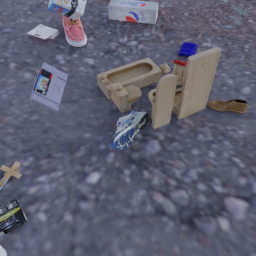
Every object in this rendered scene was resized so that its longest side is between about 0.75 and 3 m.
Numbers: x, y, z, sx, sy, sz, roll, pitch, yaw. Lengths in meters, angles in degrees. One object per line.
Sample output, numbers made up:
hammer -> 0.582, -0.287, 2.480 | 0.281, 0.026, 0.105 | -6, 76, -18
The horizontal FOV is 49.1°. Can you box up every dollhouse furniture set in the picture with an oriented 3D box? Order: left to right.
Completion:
dollhouse furniture set -> 0.727, -1.853, 8.894 | 2.700, 2.313, 2.839 | -22, 53, -18

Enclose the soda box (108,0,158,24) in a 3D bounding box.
soda box -> 0.244, -5.409, 12.950 | 2.240, 0.711, 0.765 | 9, 50, 7

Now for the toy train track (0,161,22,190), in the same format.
toy train track -> -3.299, 1.406, 7.573 | 0.636, 0.181, 1.110 | 25, 59, 11

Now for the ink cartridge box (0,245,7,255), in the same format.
ink cartridge box -> -2.943, 3.164, 5.905 | 0.866, 0.413, 0.986 | -25, 54, -19

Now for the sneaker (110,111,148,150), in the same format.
sneaker -> -0.080, 0.040, 8.504 | 0.719, 0.650, 1.688 | 21, 45, 29

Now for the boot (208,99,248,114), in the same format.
boot -> 3.295, -0.806, 9.234 | 1.238, 0.467, 0.456 | 8, 52, 8

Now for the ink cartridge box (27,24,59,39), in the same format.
ink cartridge box -> -3.682, -4.089, 12.149 | 1.021, 0.228, 0.900 | 23, 52, 19

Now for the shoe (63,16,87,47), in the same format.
shoe -> -2.386, -4.492, 11.947 | 0.830, 1.057, 2.324 | -16, 52, -13

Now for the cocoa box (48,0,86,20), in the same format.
cocoa box -> -1.873, -4.472, 9.042 | 1.001, 1.526, 1.018 | 13, 5, -27

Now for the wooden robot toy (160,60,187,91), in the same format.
wooden robot toy -> 2.051, -1.796, 9.771 | 0.969, 0.941, 2.136 | 1, 23, -35

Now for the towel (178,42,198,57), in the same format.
towel -> 2.464, -3.202, 11.414 | 0.636, 0.213, 0.861 | 16, 52, 12

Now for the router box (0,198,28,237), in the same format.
router box -> -2.981, 2.212, 6.839 | 0.829, 0.216, 0.652 | -26, 55, -21

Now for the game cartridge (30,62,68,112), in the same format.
game cartridge -> -1.324, -0.696, 4.728 | 0.144, 0.487, 0.751 | -19, 52, 44
